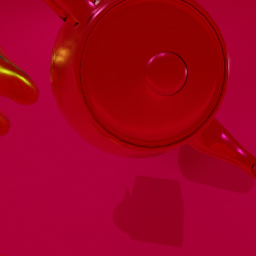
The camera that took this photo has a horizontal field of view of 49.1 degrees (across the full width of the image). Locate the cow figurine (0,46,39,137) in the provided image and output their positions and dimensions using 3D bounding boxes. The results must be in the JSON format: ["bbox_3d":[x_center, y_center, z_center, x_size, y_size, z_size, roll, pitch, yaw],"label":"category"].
[{"bbox_3d":[-1.323,-0.600,1.759,1.305,1.284,0.716,39,84,30],"label":"cow figurine"}]

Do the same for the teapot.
[{"bbox_3d":[0.100,-0.200,1.191,0.789,1.269,0.622,-50,15,1],"label":"teapot"}]
